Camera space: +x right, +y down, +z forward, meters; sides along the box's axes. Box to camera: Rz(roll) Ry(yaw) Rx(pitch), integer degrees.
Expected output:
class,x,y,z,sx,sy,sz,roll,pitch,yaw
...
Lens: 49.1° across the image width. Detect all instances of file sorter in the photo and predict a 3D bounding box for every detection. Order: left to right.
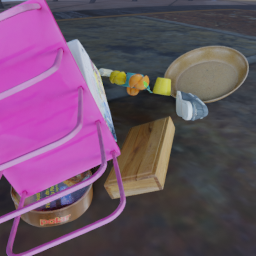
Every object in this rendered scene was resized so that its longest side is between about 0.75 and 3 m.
class,x,y,z,sx,sy,sz,roll,pitch,yaw
file sorter,-1.394,0.023,3.741,1.926,2.772,1.738,-24,26,1

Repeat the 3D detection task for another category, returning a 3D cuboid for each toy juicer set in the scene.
class,x,y,z,sx,sy,sz,roll,pitch,yaw
toy juicer set,-0.049,-1.468,9.260,1.735,0.742,2.727,-1,15,-41

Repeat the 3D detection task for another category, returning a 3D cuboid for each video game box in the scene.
class,x,y,z,sx,sy,sz,roll,pitch,yaw
video game box,-0.863,-0.719,6.564,0.473,2.022,1.842,-17,-14,8

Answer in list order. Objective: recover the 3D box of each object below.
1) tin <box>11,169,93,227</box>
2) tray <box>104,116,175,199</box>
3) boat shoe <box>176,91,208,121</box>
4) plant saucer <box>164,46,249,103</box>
class,x,y,z,sx,sy,sz,roll,pitch,yaw
tin,-1.614,0.912,5.925,1.524,0.570,2.721,-4,31,-16
tray,0.338,0.536,6.051,1.083,0.407,2.196,-16,23,24
boat shoe,1.797,-0.658,8.173,0.603,0.710,1.951,-1,17,-1
plant saucer,2.660,-1.760,9.701,2.806,0.497,2.806,-13,48,15
